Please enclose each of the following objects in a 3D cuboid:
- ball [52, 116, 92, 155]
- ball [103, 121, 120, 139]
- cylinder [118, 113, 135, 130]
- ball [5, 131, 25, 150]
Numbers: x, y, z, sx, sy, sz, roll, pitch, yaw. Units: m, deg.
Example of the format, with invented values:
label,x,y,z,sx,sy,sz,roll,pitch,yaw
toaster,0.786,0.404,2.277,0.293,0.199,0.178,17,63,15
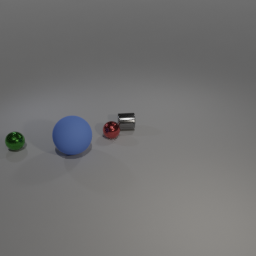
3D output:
label,x,y,z,sx,sy,sz,roll,pitch,yaw
ball,-1.984,0.255,10.006,1.400,1.400,1.400,0,30,0
ball,-0.659,0.072,11.156,0.700,0.700,0.700,0,30,0
cylinder,-0.069,-0.281,11.752,0.700,0.700,0.700,-3,30,-4
ball,-4.199,0.479,10.416,0.700,0.700,0.700,0,30,0
